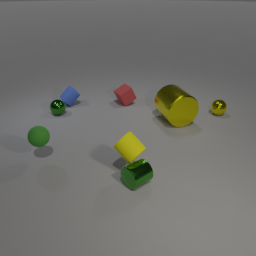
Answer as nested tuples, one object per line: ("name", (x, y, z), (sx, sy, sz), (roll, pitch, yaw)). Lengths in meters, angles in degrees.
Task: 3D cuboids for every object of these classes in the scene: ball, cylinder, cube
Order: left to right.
("ball", (-2.911, 0.275, 9.141), (0.700, 0.700, 0.700), (0, 28, 0))
("ball", (-3.134, -0.927, 12.512), (0.700, 0.700, 0.700), (0, 28, 0))
("cylinder", (-2.761, -1.540, 13.359), (0.700, 0.700, 0.700), (41, 6, -5))
("cube", (-0.139, -1.607, 13.526), (0.700, 0.700, 0.700), (-37, 37, -10))
("cylinder", (0.054, 0.589, 8.346), (0.700, 0.700, 0.700), (47, 43, 8))
("cylinder", (0.263, 1.348, 8.223), (0.700, 0.700, 0.700), (-22, 35, -35))
("cylinder", (2.016, -0.955, 11.774), (1.400, 1.400, 1.400), (-9, 30, -17))
("ball", (4.055, -0.919, 12.501), (0.700, 0.700, 0.700), (0, 28, 0))
